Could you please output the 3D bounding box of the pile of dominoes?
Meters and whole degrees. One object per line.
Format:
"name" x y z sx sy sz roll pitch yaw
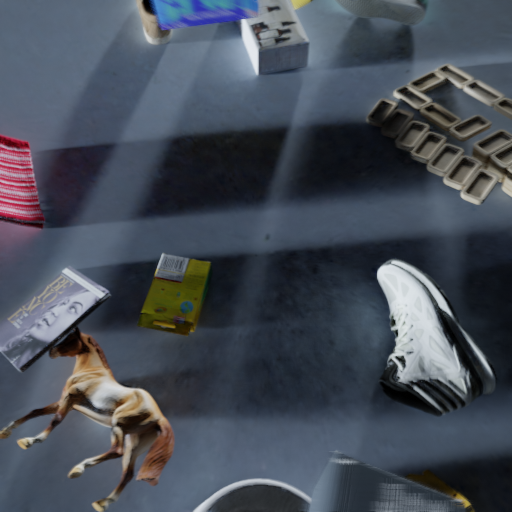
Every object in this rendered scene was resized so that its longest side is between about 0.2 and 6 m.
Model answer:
"pile of dominoes" 3.921 -2.308 10.791 2.643 0.540 3.391 -28 53 -17

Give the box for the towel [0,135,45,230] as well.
"towel" -4.467 -1.403 9.630 1.476 0.230 2.041 12 44 -45

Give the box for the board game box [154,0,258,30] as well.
"board game box" -0.880 -4.458 8.171 1.566 2.059 0.463 -5 48 8

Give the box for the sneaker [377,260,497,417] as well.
"sneaker" 2.186 1.183 8.063 1.372 0.900 2.385 -24 62 -17

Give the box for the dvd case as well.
"dvd case" -3.153 0.893 8.464 1.224 0.131 1.646 24 57 40

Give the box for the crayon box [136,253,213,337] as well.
"crayon box" -1.255 0.651 8.749 0.843 0.337 1.328 11 57 7

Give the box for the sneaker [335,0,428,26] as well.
"sneaker" 2.860 -6.194 12.917 2.286 0.841 1.348 18 64 0

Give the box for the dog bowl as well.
"dog bowl" 0.051 3.572 6.344 2.137 0.627 2.137 9 45 -8

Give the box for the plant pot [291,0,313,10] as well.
"plant pot" 1.061 -5.367 10.366 0.981 0.987 1.010 -43 109 -36

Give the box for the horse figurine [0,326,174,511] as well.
"horse figurine" -2.073 2.159 7.475 2.689 0.671 1.782 22 43 23

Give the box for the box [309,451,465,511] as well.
"box" 0.673 1.822 3.071 0.856 0.478 1.213 23 34 3

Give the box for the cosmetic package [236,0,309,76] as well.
"cosmetic package" 0.224 -5.224 12.381 1.149 0.705 2.784 -12 57 -9

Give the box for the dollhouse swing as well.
"dollhouse swing" 2.049 3.597 6.896 1.246 1.095 1.132 -25 19 -15

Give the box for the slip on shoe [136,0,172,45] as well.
"slip on shoe" -2.339 -5.725 12.730 0.827 0.659 2.176 -7 57 -4
